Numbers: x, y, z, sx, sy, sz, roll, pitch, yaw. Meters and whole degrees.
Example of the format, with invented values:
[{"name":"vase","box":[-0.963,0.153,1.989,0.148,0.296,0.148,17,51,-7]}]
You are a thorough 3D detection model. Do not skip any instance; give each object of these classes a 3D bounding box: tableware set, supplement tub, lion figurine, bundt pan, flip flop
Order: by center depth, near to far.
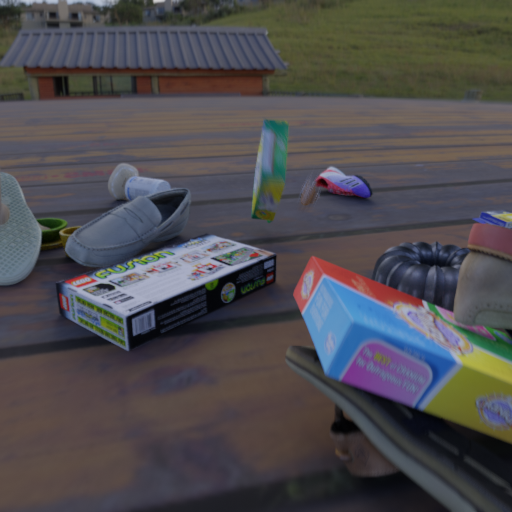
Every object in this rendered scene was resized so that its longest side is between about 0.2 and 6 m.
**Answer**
[{"name":"flip flop","box":[1.287,1.780,5.259,1.285,0.912,3.170,12,17,-43]},{"name":"bundt pan","box":[2.938,0.336,9.282,2.142,0.804,2.142,-1,20,0]},{"name":"lion figurine","box":[0.900,-1.047,9.809,0.266,0.450,0.735,20,31,19]},{"name":"tableware set","box":[-5.350,-0.289,11.227,4.005,0.615,2.698,-2,21,-8]},{"name":"supplement tub","box":[-2.893,-1.722,14.944,1.063,0.701,0.701,12,24,27]}]

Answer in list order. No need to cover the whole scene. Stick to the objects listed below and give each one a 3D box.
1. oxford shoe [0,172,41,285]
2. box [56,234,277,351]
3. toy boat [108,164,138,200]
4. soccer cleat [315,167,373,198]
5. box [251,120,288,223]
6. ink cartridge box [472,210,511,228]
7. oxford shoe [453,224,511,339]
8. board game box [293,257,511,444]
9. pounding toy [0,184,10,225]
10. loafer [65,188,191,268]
[{"name":"oxford shoe","box":[-4.963,-0.464,11.014,1.225,0.941,3.258,-2,39,-30]},{"name":"box","box":[-1.358,0.435,9.311,1.802,0.569,3.275,17,26,38]},{"name":"toy boat","box":[-3.471,-1.932,15.491,1.229,1.033,0.571,25,8,-28]},{"name":"soccer cleat","box":[2.473,-1.959,15.875,0.728,0.679,1.990,-34,37,-16]},{"name":"box","box":[0.263,-1.726,12.159,0.582,1.413,2.408,5,-18,-1]},{"name":"ink cartridge box","box":[5.849,-0.875,13.383,0.939,0.221,0.928,-4,21,-16]},{"name":"oxford shoe","box":[3.933,0.814,7.071,3.647,1.364,1.285,22,2,-16]},{"name":"board game box","box":[1.891,1.023,6.018,2.787,0.562,2.133,22,13,-10]},{"name":"pounding toy","box":[-4.230,-1.296,8.690,1.540,1.188,0.714,32,35,19]},{"name":"loafer","box":[-2.445,-0.684,11.225,1.134,1.131,3.242,35,32,12]}]
